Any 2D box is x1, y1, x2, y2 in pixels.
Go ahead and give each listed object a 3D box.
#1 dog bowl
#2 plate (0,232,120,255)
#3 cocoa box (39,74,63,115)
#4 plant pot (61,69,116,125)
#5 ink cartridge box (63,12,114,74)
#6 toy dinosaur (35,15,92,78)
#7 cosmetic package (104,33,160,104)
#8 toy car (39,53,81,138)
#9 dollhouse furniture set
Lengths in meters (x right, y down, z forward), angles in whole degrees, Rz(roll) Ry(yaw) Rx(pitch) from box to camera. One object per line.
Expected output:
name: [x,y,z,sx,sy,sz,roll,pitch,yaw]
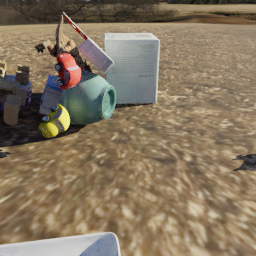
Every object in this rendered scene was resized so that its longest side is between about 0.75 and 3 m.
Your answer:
dog bowl: [-3.918,-1.161,8.849,1.670,0.658,1.670,8,25,-4]
plate: [-1.048,1.977,2.582,2.167,0.351,2.172,-5,25,-8]
cocoa box: [-2.018,-0.921,8.112,0.857,0.843,1.285,15,19,-19]
plant pot: [-0.907,-0.739,7.275,0.986,1.471,1.471,11,27,17]
ink cartridge box: [-1.110,-2.124,7.304,1.611,0.404,1.856,42,5,-13]
toy dinosaur: [-1.925,-2.298,9.448,1.235,2.877,1.950,-3,28,22]
cosmetic package: [0.061,-2.025,9.359,1.691,2.033,1.702,-2,25,-5]
toy car: [-1.188,-0.597,6.697,0.432,1.935,1.821,12,-5,27]
dollhouse furniture set: [-3.887,-0.877,7.820,1.980,1.289,1.819,8,44,-16]
